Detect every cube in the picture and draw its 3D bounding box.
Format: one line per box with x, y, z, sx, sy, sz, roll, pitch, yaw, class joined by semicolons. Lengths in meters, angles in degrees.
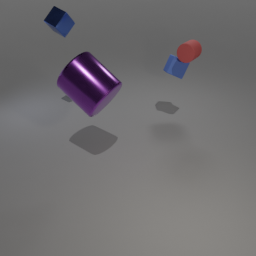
1.937;-2.473;11.279;0.700;0.700;0.700;20;17;-12;cube
-2.580;-4.004;10.575;0.700;0.700;0.700;34;-2;22;cube

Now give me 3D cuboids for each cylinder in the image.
-1.132;-1.287;8.345;1.400;1.400;1.400;43;41;2;cylinder
2.247;-2.810;10.254;0.700;0.700;0.700;19;36;29;cylinder
